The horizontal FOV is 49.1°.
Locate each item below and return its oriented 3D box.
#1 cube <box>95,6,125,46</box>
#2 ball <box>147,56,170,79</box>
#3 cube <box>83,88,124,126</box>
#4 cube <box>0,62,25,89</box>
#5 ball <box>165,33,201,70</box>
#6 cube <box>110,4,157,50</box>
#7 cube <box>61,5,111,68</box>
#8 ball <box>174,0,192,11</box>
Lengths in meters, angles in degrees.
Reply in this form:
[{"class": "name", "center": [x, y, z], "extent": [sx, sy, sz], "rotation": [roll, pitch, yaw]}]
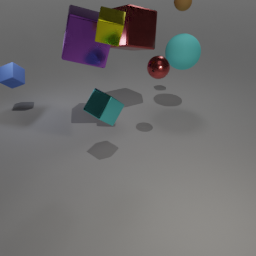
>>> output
[{"class": "cube", "center": [-0.501, -2.822, 7.796], "extent": [0.700, 0.700, 0.700], "rotation": [10, 53, -9]}, {"class": "ball", "center": [0.930, -1.850, 8.555], "extent": [0.700, 0.700, 0.700], "rotation": [0, 30, 0]}, {"class": "cube", "center": [-0.671, -0.580, 7.829], "extent": [0.700, 0.700, 0.700], "rotation": [30, 1, 34]}, {"class": "cube", "center": [-4.682, -2.113, 11.330], "extent": [0.700, 0.700, 0.700], "rotation": [-15, -19, 19]}, {"class": "ball", "center": [2.186, -3.031, 11.162], "extent": [1.400, 1.400, 1.400], "rotation": [0, 30, 0]}, {"class": "cube", "center": [0.101, -3.720, 10.584], "extent": [1.400, 1.400, 1.400], "rotation": [-7, 15, -38]}, {"class": "cube", "center": [-1.314, -2.953, 9.034], "extent": [1.400, 1.400, 1.400], "rotation": [9, 32, -16]}, {"class": "ball", "center": [2.132, -4.908, 10.859], "extent": [0.700, 0.700, 0.700], "rotation": [0, 30, 0]}]
